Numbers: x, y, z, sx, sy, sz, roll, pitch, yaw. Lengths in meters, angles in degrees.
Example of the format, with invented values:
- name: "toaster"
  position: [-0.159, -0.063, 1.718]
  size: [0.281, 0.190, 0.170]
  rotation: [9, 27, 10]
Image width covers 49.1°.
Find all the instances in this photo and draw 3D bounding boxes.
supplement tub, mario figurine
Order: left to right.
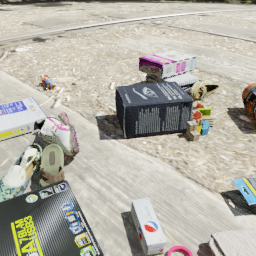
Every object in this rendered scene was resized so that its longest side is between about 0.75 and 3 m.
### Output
- name: "mario figurine"
  position: [-4.353, -2.617, 15.333]
  size: [0.638, 0.743, 1.203]
  rotation: [-27, 43, -17]
- name: "supplement tub"
  position: [5.890, -0.993, 11.973]
  size: [1.431, 1.431, 2.336]
  rotation: [-2, 30, -3]

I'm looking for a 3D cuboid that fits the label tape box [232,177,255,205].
- name: "label tape box"
  position: [3.832, 1.914, 8.092]
  size: [1.384, 0.458, 0.992]
  rotation: [-4, 32, -9]

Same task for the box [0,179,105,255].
- name: "box"
  position: [-2.266, 2.679, 6.565]
  size: [2.671, 0.657, 2.766]
  rotation: [-15, 38, -23]

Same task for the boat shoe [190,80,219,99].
- name: "boat shoe"
  position: [3.856, -1.957, 14.144]
  size: [0.683, 0.799, 2.180]
  rotation: [20, 36, 35]

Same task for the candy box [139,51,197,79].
- name: "candy box"
  position: [2.068, -3.350, 14.642]
  size: [2.572, 0.784, 1.754]
  rotation: [-21, 35, -34]

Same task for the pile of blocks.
- name: "pile of blocks"
  position: [3.061, -0.403, 11.609]
  size: [1.039, 0.787, 2.532]
  rotation: [9, 33, 15]

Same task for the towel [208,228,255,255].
- name: "towel"
  position: [3.475, 3.045, 6.227]
  size: [2.984, 0.514, 1.978]
  rotation: [-5, 33, -8]

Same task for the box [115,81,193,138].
- name: "box"
  position: [0.983, -0.833, 11.633]
  size: [2.792, 1.456, 2.066]
  rotation: [-6, 31, -9]

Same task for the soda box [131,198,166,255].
- name: "soda box"
  position: [0.487, 2.489, 7.161]
  size: [0.498, 0.465, 1.461]
  rotation: [-4, 31, -14]

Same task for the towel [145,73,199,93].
- name: "towel"
  position: [2.286, -2.363, 14.696]
  size: [1.892, 0.978, 2.285]
  rotation: [-20, 35, -32]

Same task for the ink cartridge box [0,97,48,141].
- name: "ink cartridge box"
  position: [-4.925, -0.412, 11.886]
  size: [2.469, 0.580, 2.440]
  rotation: [-16, 33, -27]

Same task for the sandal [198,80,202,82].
- name: "sandal"
  position: [3.807, -2.632, 15.900]
  size: [0.774, 0.166, 0.294]
  rotation: [10, 38, -3]

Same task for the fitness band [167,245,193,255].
- name: "fitness band"
  position: [1.233, 3.129, 6.450]
  size: [0.629, 0.164, 0.876]
  rotation: [1, 32, -3]

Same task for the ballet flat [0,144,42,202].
- name: "ballet flat"
  position: [-3.348, 1.297, 8.719]
  size: [0.887, 0.887, 2.390]
  rotation: [3, 33, 5]

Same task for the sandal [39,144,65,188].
- name: "sandal"
  position: [-2.278, 1.388, 8.402]
  size: [0.874, 0.628, 2.202]
  rotation: [-8, 57, -15]

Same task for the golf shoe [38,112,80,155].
- name: "golf shoe"
  position: [-2.572, 0.319, 10.302]
  size: [1.304, 1.028, 2.833]
  rotation: [-17, 26, -18]
